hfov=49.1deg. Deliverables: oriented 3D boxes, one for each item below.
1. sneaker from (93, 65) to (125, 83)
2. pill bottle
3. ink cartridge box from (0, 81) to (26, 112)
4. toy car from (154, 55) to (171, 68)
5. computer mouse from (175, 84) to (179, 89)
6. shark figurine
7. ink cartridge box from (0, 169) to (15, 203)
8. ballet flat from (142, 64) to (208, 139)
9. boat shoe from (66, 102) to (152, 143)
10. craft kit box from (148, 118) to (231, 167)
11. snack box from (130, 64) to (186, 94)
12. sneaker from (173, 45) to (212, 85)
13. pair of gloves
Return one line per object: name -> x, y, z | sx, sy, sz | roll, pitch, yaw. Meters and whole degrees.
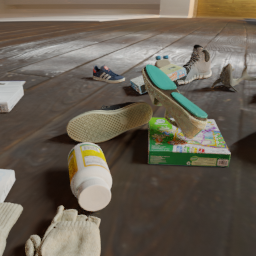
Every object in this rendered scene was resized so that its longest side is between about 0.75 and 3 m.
sneaker -> -0.965, -2.643, 13.494 | 1.737, 0.734, 0.651 | 12, 29, 21
pill bottle -> -0.831, 1.033, 6.092 | 0.871, 0.871, 1.544 | -7, 27, -14
ink cartridge box -> -5.342, -1.245, 10.951 | 2.194, 0.446, 2.198 | -1, 30, 1
toy car -> 1.742, -3.309, 14.974 | 0.859, 0.895, 0.971 | -8, -1, -15
computer mouse -> 1.517, -1.623, 11.817 | 0.929, 0.354, 1.342 | -25, 24, -9
shark figurine -> 4.754, -2.010, 12.452 | 2.393, 1.430, 0.998 | -2, 47, -43
ink cartridge box -> -3.150, 1.376, 5.818 | 1.098, 0.324, 1.371 | 6, 32, 0
ballet flat -> 1.077, -0.762, 7.834 | 0.927, 0.857, 2.748 | -2, 42, -36
boat shoe -> -0.554, -0.212, 8.438 | 2.596, 0.969, 0.808 | -17, 15, -12
craft kit box -> 1.602, 0.333, 7.953 | 2.066, 0.501, 2.040 | 2, 24, 3
snack box -> 1.288, -2.185, 12.223 | 2.162, 0.401, 1.256 | -23, 26, -7
sneaker -> 2.934, -3.098, 13.353 | 2.881, 1.664, 1.081 | -20, 33, -35
pair of gloves -> -1.771, 2.029, 4.535 | 2.598, 0.455, 2.209 | 5, 29, 9
